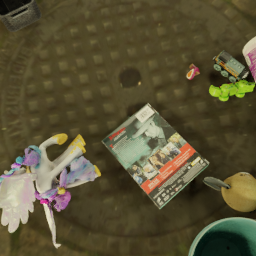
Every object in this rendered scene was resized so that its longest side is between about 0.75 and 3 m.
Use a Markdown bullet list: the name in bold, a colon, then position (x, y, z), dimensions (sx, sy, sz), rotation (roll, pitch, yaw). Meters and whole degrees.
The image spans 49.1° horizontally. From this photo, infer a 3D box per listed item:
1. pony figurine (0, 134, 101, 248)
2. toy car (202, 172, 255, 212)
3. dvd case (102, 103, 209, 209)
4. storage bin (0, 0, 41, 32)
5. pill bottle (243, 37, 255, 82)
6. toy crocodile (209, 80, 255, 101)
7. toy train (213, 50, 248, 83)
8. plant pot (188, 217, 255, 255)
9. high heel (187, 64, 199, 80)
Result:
- **pony figurine**: position (-2.232, 1.505, 7.610), dimensions (2.790, 2.324, 2.693), rotation (-32, 46, -4)
- **toy car**: position (3.252, 1.531, 7.612), dimensions (2.343, 1.925, 1.849), rotation (7, 75, 14)
- **dvd case**: position (0.761, 0.744, 8.333), dimensions (1.927, 0.291, 2.640), rotation (-40, 71, -9)
- **storage bin**: position (-3.995, -4.440, 9.531), dimensions (1.292, 0.896, 1.911), rotation (-30, 77, -7)
- **pill bottle**: position (4.660, -1.554, 8.452), dimensions (1.483, 1.483, 2.642), rotation (-17, 77, -4)
- **toy crocodile**: position (3.328, -1.245, 8.920), dimensions (1.475, 0.498, 0.456), rotation (-12, 46, -5)
- **toy train**: position (3.281, -1.955, 8.986), dimensions (1.205, 0.687, 0.514), rotation (41, 80, 8)
- **plant pot**: position (2.602, 3.503, 7.108), dimensions (2.452, 1.651, 2.452), rotation (0, 76, 0)
- **high heel**: position (2.113, -1.692, 8.924), dimensions (0.420, 0.295, 0.877), rotation (42, 34, -17)
